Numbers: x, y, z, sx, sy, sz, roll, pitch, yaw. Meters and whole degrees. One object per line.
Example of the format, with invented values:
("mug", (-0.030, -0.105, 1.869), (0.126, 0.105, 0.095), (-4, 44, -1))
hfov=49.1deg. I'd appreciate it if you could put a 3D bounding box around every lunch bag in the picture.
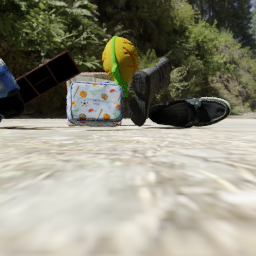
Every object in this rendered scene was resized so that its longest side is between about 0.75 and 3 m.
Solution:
("lunch bag", (-0.659, -0.518, 5.869), (1.198, 0.960, 0.453), (2, -16, -19))

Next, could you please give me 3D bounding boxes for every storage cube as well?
("storage cube", (-1.074, -0.928, 9.393), (1.957, 1.673, 1.759), (0, 3, -3))

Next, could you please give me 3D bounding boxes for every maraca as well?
("maraca", (-0.181, -1.565, 7.072), (0.909, 1.700, 1.165), (-13, -35, 18))

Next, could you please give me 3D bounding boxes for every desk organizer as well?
("desk organizer", (-2.280, -1.296, 7.537), (2.000, 0.717, 0.770), (-31, 16, -2))

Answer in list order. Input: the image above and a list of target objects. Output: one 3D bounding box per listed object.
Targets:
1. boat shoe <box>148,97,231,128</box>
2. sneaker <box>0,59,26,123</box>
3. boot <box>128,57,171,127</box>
("boat shoe", (1.496, -0.379, 7.123), (2.092, 0.782, 0.694), (3, 9, 21))
("sneaker", (-3.141, -0.527, 6.731), (0.954, 1.083, 2.430), (-39, -1, -36))
("boot", (0.600, -0.831, 6.891), (0.579, 1.659, 1.092), (39, 52, 25))
